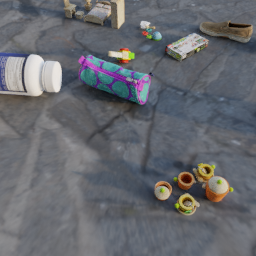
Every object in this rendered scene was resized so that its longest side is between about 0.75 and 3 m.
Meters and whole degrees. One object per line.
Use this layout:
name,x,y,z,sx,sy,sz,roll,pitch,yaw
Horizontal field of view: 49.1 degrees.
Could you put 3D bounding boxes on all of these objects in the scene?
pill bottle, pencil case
pill bottle,-3.493,-1.742,9.162,2.420,1.344,1.344,4,49,2
pencil case,-0.426,-1.627,9.223,2.423,1.120,1.031,22,80,20

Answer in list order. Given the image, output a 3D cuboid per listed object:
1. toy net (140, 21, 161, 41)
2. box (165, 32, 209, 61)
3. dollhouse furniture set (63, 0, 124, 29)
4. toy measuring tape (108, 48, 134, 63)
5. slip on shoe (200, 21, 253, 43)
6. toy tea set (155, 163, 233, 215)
toy net,0.839,-4.167,12.066,0.742,0.273,1.414,-22,50,-15
box,2.377,-3.289,11.249,1.620,0.281,0.892,-32,56,-25
dollhouse furniture set,-1.437,-5.616,12.701,2.725,1.206,1.413,17,51,15
toy measuring tape,-0.348,-2.688,10.342,0.584,0.584,1.588,35,28,27
slip on shoe,4.140,-4.240,11.844,2.154,0.652,0.819,25,53,21
toy tea set,1.564,1.419,6.805,1.856,0.687,1.103,-19,51,-16
